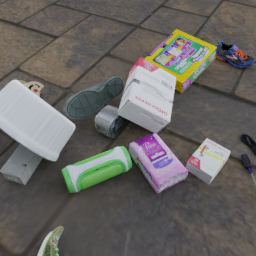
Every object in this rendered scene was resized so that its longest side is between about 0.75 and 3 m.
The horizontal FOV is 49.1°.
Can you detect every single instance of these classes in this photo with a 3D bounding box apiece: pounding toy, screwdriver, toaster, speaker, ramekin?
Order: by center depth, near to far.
[{"bbox_3d":[-3.182,-0.303,9.435,2.904,2.904,1.416,34,83,26],"label":"ramekin"},{"bbox_3d":[-1.039,1.382,9.482,2.241,0.991,0.991,-20,52,-17],"label":"speaker"},{"bbox_3d":[4.310,1.731,9.694,0.278,0.290,1.996,-2,52,-1],"label":"screwdriver"},{"bbox_3d":[-0.669,-0.326,11.093,0.919,0.808,1.422,23,53,22],"label":"toaster"},{"bbox_3d":[-4.227,-1.429,12.320,0.924,0.927,1.617,-1,52,-39],"label":"pounding toy"}]

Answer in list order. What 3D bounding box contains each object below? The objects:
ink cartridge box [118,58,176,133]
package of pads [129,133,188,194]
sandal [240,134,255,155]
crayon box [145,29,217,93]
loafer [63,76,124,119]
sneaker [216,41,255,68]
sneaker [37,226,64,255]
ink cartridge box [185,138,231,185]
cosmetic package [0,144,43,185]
[{"bbox_3d":[0.808,-1.310,11.186,1.828,1.065,2.526,26,50,-15],"label":"ink cartridge box"},{"bbox_3d":[1.018,1.183,9.798,1.216,0.764,2.018,-21,52,-21],"label":"package of pads"},{"bbox_3d":[4.733,0.589,10.670,0.401,0.226,1.055,-20,52,-16],"label":"sandal"},{"bbox_3d":[2.445,-3.250,13.352,2.357,0.796,2.732,35,70,25],"label":"crayon box"},{"bbox_3d":[-1.421,-1.183,11.135,2.907,1.045,0.914,-34,25,-34],"label":"loafer"},{"bbox_3d":[5.293,-3.674,13.974,2.180,0.855,0.821,26,55,21],"label":"sneaker"},{"bbox_3d":[-2.115,3.702,7.749,0.848,0.736,1.914,21,58,4],"label":"sneaker"},{"bbox_3d":[2.839,1.147,9.951,0.995,0.572,1.371,32,56,25],"label":"ink cartridge box"},{"bbox_3d":[-3.647,1.155,9.894,0.814,0.687,1.524,12,53,13],"label":"cosmetic package"}]
